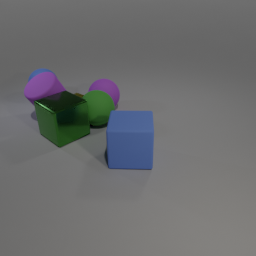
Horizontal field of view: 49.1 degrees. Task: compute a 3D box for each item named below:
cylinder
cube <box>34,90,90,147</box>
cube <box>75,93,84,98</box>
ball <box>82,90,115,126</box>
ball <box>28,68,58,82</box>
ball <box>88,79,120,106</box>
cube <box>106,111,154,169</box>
[{"bbox_3d":[-3.185,-1.286,11.297,1.400,1.400,1.400,-13,51,16],"label":"cylinder"},{"bbox_3d":[-2.400,-0.383,10.327,1.400,1.400,1.400,-27,39,-37],"label":"cube"},{"bbox_3d":[-2.227,-1.051,12.277,0.700,0.700,0.700,20,35,32],"label":"cube"},{"bbox_3d":[-1.231,-0.797,11.083,1.400,1.400,1.400,0,29,0],"label":"ball"},{"bbox_3d":[-4.048,-2.140,13.424,1.400,1.400,1.400,0,29,0],"label":"ball"},{"bbox_3d":[-1.059,-1.464,12.335,1.400,1.400,1.400,0,29,0],"label":"ball"},{"bbox_3d":[0.096,0.355,9.020,1.400,1.400,1.400,1,29,3],"label":"cube"}]
